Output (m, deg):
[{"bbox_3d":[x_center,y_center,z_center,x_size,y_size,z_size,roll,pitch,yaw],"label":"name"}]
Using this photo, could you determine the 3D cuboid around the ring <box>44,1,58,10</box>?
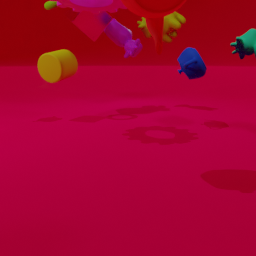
[{"bbox_3d":[-2.117,-3.992,8.817,1.080,0.216,1.080,-16,26,8],"label":"ring"}]

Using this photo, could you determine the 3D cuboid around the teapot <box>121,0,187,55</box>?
[{"bbox_3d":[0.387,-1.954,3.728,1.147,1.844,0.903,-6,36,-3],"label":"teapot"}]

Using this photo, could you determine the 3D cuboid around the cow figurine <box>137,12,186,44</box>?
[{"bbox_3d":[1.246,-4.107,11.034,1.645,1.672,0.918,39,60,3],"label":"cow figurine"}]

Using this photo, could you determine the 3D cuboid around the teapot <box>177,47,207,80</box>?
[{"bbox_3d":[1.863,-1.877,8.435,0.768,0.975,1.568,-31,-1,16],"label":"teapot"}]

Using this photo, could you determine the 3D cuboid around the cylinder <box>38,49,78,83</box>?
[{"bbox_3d":[-2.300,-2.045,9.227,0.943,0.943,0.943,6,24,22],"label":"cylinder"}]

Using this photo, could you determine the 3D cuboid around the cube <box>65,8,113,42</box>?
[{"bbox_3d":[-1.419,-4.020,10.149,1.094,1.094,1.094,34,11,-39],"label":"cube"}]

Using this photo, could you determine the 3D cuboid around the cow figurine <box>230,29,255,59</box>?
[{"bbox_3d":[3.486,-1.943,7.251,1.483,1.507,0.827,-9,-33,24],"label":"cow figurine"}]

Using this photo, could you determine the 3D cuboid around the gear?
[{"bbox_3d":[-0.861,-3.170,6.552,1.971,0.364,1.971,1,5,0],"label":"gear"}]

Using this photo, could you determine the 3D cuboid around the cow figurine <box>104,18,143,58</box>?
[{"bbox_3d":[-0.202,-3.482,10.919,1.620,0.889,1.594,33,22,-24],"label":"cow figurine"}]
